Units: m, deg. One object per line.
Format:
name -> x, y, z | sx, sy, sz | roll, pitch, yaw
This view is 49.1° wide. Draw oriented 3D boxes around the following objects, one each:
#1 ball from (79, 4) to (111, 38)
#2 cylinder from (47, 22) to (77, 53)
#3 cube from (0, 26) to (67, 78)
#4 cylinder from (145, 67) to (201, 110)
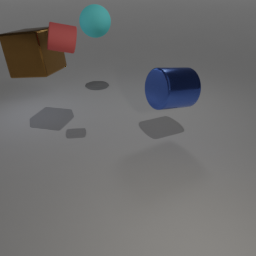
ball -> -1.469, -4.770, 12.517 | 1.400, 1.400, 1.400 | 0, 28, 0
cylinder -> -1.739, -2.363, 7.357 | 0.700, 0.700, 0.700 | 4, 26, -17
cube -> -3.077, -2.522, 9.268 | 1.400, 1.400, 1.400 | 1, 26, 18
cylinder -> 1.522, -1.370, 9.641 | 1.400, 1.400, 1.400 | -8, 28, -30
